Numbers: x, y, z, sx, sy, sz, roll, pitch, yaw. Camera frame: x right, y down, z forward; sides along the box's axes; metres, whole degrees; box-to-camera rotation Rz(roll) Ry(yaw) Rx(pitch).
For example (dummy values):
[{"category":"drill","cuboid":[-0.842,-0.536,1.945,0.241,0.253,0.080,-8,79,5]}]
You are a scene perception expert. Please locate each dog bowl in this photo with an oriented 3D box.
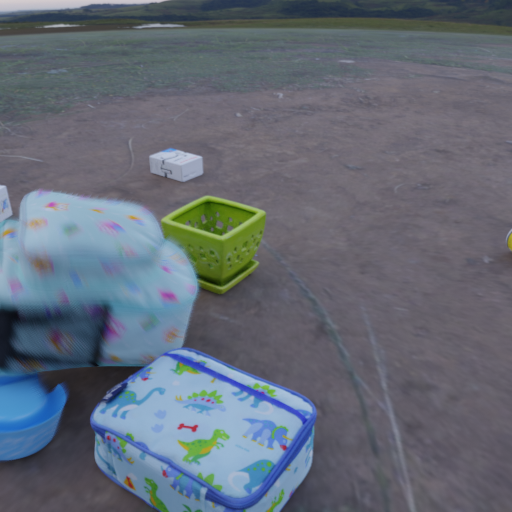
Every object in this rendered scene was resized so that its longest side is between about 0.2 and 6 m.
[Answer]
[{"category":"dog bowl","cuboid":[-3.330,1.825,7.316,1.211,0.539,2.173,-8,27,-39]}]

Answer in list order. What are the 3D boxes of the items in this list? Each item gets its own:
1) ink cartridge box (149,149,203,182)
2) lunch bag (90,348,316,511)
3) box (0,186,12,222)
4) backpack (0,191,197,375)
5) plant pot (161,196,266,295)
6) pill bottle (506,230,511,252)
[{"category":"ink cartridge box","cuboid":[-2.213,-2.535,15.594,1.227,0.517,0.896,19,34,31]},{"category":"lunch bag","cuboid":[-0.594,2.080,6.621,2.372,0.978,1.907,19,31,29]},{"category":"box","cuboid":[-6.305,-0.994,12.494,0.830,0.748,1.475,6,29,12]},{"category":"backpack","cuboid":[-2.251,0.374,8.035,2.813,2.156,2.473,13,22,-27]},{"category":"plant pot","cuboid":[-0.759,-0.173,10.399,1.438,1.305,1.431,17,32,29]},{"category":"pill bottle","cuboid":[5.455,-0.110,10.975,0.645,0.645,1.151,-2,29,-4]}]
